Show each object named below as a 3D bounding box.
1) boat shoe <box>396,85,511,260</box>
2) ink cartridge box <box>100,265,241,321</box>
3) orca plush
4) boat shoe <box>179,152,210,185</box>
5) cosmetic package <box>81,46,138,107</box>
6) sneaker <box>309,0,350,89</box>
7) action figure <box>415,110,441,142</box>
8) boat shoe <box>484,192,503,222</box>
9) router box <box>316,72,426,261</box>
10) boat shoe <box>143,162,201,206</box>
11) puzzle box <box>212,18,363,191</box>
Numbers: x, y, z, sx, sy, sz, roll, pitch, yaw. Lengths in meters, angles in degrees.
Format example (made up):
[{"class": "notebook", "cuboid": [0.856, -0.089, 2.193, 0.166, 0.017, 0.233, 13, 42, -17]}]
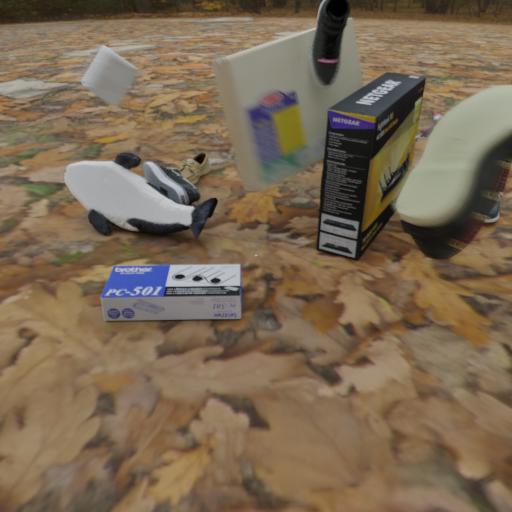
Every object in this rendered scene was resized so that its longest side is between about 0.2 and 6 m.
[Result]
[{"class": "boat shoe", "cuboid": [3.298, -1.405, 8.748, 1.223, 1.047, 3.342, 11, 55, 45]}, {"class": "ink cartridge box", "cuboid": [-1.403, 0.621, 9.707, 2.302, 0.509, 1.082, -1, 28, -1]}, {"class": "orca plush", "cuboid": [-2.480, -1.278, 12.414, 3.444, 1.812, 1.224, 5, -1, 13]}, {"class": "boat shoe", "cuboid": [-1.744, -2.296, 14.808, 0.628, 0.563, 1.696, 10, 31, 16]}, {"class": "cosmetic package", "cuboid": [-2.867, -3.508, 10.928, 0.714, 0.853, 0.710, 29, 11, -30]}, {"class": "sneaker", "cuboid": [1.414, -4.181, 10.832, 0.620, 1.755, 0.870, 5, 9, -3]}, {"class": "action figure", "cuboid": [3.546, -2.246, 10.721, 0.809, 1.086, 0.728, -11, 13, -38]}, {"class": "boat shoe", "cuboid": [5.370, -1.404, 13.154, 0.773, 0.638, 2.065, 11, 31, 19]}, {"class": "router box", "cuboid": [2.507, -2.055, 11.959, 0.977, 2.941, 3.741, 16, 34, 24]}, {"class": "boat shoe", "cuboid": [-2.079, -1.820, 13.757, 0.697, 0.753, 2.040, -23, 37, -29]}, {"class": "puzzle box", "cuboid": [0.925, -3.252, 11.695, 0.497, 2.603, 3.913, 11, 33, 45]}]
